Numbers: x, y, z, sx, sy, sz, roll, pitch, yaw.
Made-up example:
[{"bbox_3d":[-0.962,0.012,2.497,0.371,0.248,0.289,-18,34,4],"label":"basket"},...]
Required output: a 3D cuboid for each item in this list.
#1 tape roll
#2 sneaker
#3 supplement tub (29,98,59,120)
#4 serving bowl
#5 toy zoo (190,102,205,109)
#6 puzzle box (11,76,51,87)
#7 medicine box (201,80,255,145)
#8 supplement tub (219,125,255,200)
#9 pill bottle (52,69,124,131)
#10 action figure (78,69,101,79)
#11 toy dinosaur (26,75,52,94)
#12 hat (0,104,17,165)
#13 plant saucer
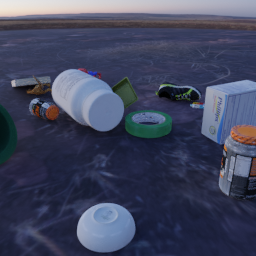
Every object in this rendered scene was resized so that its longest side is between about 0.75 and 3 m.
[{"bbox_3d":[0.696,-0.163,9.573,1.579,0.379,1.579,1,25,0],"label":"tape roll"},{"bbox_3d":[2.185,-1.408,12.261,1.985,0.712,0.822,14,55,27],"label":"sneaker"},{"bbox_3d":[-3.089,-0.681,10.379,1.079,0.661,0.661,18,30,36],"label":"supplement tub"},{"bbox_3d":[-0.412,1.781,5.304,1.112,0.366,1.112,1,24,0],"label":"serving bowl"},{"bbox_3d":[2.990,-0.929,11.620,0.793,0.081,0.520,6,25,12],"label":"toy zoo"},{"bbox_3d":[-4.757,-2.244,13.572,1.564,0.299,2.350,-12,12,-25],"label":"puzzle box"},{"bbox_3d":[3.371,-0.540,8.885,1.792,1.632,0.922,-12,27,-24],"label":"medicine box"},{"bbox_3d":[2.568,0.747,6.205,0.919,1.500,0.919,0,24,0],"label":"supplement tub"},{"bbox_3d":[-1.428,-0.994,9.860,1.657,1.657,2.898,-15,29,-29],"label":"pill bottle"},{"bbox_3d":[-2.164,-2.679,15.021,0.608,0.922,1.864,9,4,27],"label":"action figure"},{"bbox_3d":[-3.959,-1.774,12.600,1.142,0.650,2.151,-10,-5,-35],"label":"toy dinosaur"},{"bbox_3d":[-4.849,0.441,8.000,2.504,2.357,2.845,-32,16,25],"label":"hat"},{"bbox_3d":[-0.148,-1.227,10.528,1.010,1.008,0.242,-33,-15,26],"label":"plant saucer"}]
